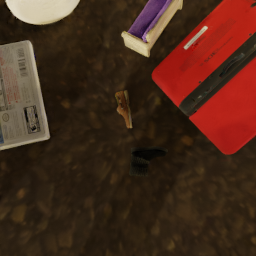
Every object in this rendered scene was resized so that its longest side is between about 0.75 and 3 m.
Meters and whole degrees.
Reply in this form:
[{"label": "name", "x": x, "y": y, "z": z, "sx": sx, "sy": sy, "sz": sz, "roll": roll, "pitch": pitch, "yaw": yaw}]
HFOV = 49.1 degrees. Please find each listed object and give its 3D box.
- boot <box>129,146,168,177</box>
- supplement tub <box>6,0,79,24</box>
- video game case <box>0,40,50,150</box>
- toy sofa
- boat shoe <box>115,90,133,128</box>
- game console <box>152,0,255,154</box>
[{"label": "boot", "x": 0.507, "y": 0.851, "z": 6.930, "sx": 0.966, "sy": 0.364, "sz": 0.722, "roll": -3, "pitch": 71, "yaw": 10}, {"label": "supplement tub", "x": -2.549, "y": -4.348, "z": 7.207, "sx": 1.966, "sy": 1.966, "sz": 2.719, "roll": -26, "pitch": 79, "yaw": -5}, {"label": "video game case", "x": -3.503, "y": -0.760, "z": 7.234, "sx": 2.473, "sy": 0.298, "sz": 2.713, "roll": -13, "pitch": 81, "yaw": -5}, {"label": "toy sofa", "x": 0.676, "y": -2.970, "z": 7.414, "sx": 0.799, "sy": 0.941, "sz": 1.929, "roll": 31, "pitch": 80, "yaw": 13}, {"label": "boat shoe", "x": -0.105, "y": -0.459, "z": 7.243, "sx": 0.353, "sy": 0.374, "sz": 1.040, "roll": -11, "pitch": 69, "yaw": 2}, {"label": "game console", "x": 2.537, "y": -1.336, "z": 6.955, "sx": 2.947, "sy": 1.749, "sz": 2.540, "roll": -44, "pitch": 47, "yaw": 11}]
